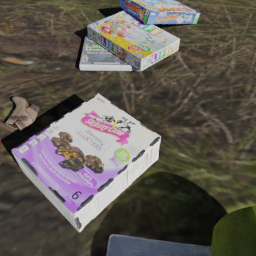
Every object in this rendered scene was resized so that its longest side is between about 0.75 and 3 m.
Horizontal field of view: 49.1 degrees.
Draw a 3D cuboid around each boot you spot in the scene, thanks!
[{"bbox_3d":[-3.035,-0.398,7.725,1.161,0.408,0.848,21,59,27],"label":"boot"}]

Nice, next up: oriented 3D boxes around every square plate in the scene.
[{"bbox_3d":[0.523,2.970,4.768,2.026,0.291,2.045,6,49,4],"label":"square plate"}]

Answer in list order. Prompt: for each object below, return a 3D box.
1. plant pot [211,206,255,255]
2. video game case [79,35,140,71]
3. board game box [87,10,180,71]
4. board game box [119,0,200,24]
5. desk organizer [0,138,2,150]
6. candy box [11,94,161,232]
[{"bbox_3d":[2.156,2.570,3.925,2.506,2.506,2.678,-2,38,-2],"label":"plant pot"},{"bbox_3d":[-0.549,-2.660,9.811,2.092,0.244,1.902,1,48,0],"label":"video game case"},{"bbox_3d":[0.146,-3.149,9.785,1.850,0.471,2.752,-34,57,-28],"label":"board game box"},{"bbox_3d":[1.253,-4.592,10.882,2.667,0.460,1.805,-16,47,-35],"label":"board game box"},{"bbox_3d":[-4.160,0.517,6.671,2.011,0.721,0.774,-9,45,-9],"label":"desk organizer"},{"bbox_3d":[-0.876,0.603,6.444,2.154,0.918,2.568,35,57,27],"label":"candy box"}]
